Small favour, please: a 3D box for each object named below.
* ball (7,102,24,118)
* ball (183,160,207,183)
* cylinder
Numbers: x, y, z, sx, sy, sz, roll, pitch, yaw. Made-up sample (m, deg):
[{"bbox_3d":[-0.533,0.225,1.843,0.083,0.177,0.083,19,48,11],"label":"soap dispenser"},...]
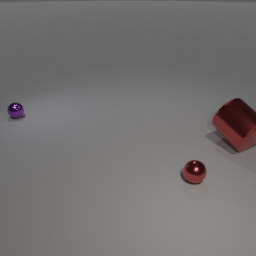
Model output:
[{"bbox_3d":[-4.984,-0.787,12.441,0.700,0.700,0.700,0,28,0],"label":"ball"},{"bbox_3d":[2.023,1.315,8.474,0.700,0.700,0.700,0,28,0],"label":"ball"},{"bbox_3d":[4.004,-0.119,10.036,1.400,1.400,1.400,-16,52,-28],"label":"cylinder"}]
